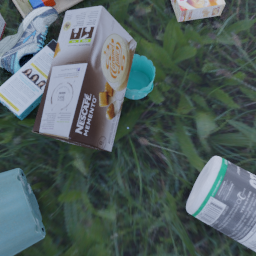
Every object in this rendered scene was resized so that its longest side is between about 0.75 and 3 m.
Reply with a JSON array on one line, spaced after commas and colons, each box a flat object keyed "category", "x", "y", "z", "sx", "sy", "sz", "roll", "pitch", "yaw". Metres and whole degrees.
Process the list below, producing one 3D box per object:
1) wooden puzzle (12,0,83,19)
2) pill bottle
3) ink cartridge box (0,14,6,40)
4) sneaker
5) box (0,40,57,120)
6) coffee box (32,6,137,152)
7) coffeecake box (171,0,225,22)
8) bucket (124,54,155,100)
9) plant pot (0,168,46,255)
[{"category": "wooden puzzle", "x": -2.573, "y": -4.598, "z": 8.885, "sx": 2.431, "sy": 0.563, "sz": 2.252, "roll": -31, "pitch": 72, "yaw": -11}, {"category": "pill bottle", "x": 2.674, "y": 1.792, "z": 5.986, "sx": 2.534, "sy": 1.433, "sz": 1.433, "roll": 29, "pitch": 72, "yaw": 9}, {"category": "ink cartridge box", "x": -5.292, "y": -2.586, "z": 7.742, "sx": 2.957, "sy": 1.238, "sz": 2.133, "roll": 7, "pitch": 70, "yaw": 2}, {"category": "sneaker", "x": -2.703, "y": -2.438, "z": 8.023, "sx": 0.996, "sy": 0.895, "sz": 2.307, "roll": 40, "pitch": 81, "yaw": 2}, {"category": "box", "x": -2.428, "y": -1.300, "z": 7.530, "sx": 0.885, "sy": 0.528, "sz": 2.150, "roll": 42, "pitch": 74, "yaw": -2}, {"category": "coffee box", "x": -0.904, "y": -1.022, "z": 6.464, "sx": 1.134, "sy": 1.626, "sz": 2.844, "roll": 8, "pitch": 80, "yaw": 32}, {"category": "coffeecake box", "x": 2.112, "y": -3.955, "z": 8.667, "sx": 1.393, "sy": 0.509, "sz": 1.069, "roll": -11, "pitch": 70, "yaw": -4}, {"category": "bucket", "x": 0.199, "y": -1.341, "z": 7.562, "sx": 1.103, "sy": 0.718, "sz": 1.103, "roll": 0, "pitch": 70, "yaw": 0}, {"category": "plant pot", "x": -2.958, "y": 1.935, "z": 5.692, "sx": 2.101, "sy": 2.145, "sz": 2.145, "roll": -21, "pitch": 70, "yaw": -16}]
